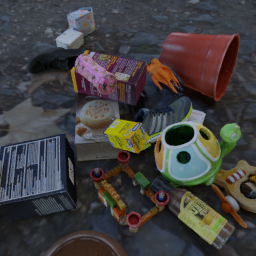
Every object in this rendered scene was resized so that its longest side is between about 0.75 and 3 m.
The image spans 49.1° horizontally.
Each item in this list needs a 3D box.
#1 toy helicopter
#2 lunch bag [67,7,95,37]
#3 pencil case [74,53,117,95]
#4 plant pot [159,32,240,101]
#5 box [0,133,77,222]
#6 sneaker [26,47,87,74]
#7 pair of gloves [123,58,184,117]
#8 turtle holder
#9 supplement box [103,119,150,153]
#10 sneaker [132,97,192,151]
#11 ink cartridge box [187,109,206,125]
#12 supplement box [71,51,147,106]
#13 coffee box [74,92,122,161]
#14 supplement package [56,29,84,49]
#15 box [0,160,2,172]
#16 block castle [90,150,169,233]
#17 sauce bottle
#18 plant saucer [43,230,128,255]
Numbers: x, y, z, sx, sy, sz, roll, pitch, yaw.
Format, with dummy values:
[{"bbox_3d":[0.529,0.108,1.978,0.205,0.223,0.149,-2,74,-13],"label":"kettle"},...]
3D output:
[{"bbox_3d":[3.113,1.768,8.795,2.926,1.154,1.935,20,62,29],"label":"toy helicopter"},{"bbox_3d":[-2.339,-5.457,14.441,1.355,1.149,0.862,-36,57,-23],"label":"lunch bag"},{"bbox_3d":[-1.024,-1.695,8.724,0.743,0.711,1.718,-15,42,-33],"label":"pencil case"},{"bbox_3d":[2.811,-2.716,11.455,2.571,2.644,2.644,21,53,26],"label":"plant pot"},{"bbox_3d":[-2.748,1.482,8.579,2.082,1.294,2.099,-11,51,-1],"label":"box"},{"bbox_3d":[-3.169,-3.015,12.670,1.346,0.775,2.581,33,54,29],"label":"sneaker"},{"bbox_3d":[0.889,-1.455,11.062,2.429,0.300,2.164,-40,59,7],"label":"pair of gloves"},{"bbox_3d":[2.021,0.734,8.581,2.530,1.797,1.923,6,55,30],"label":"turtle holder"},{"bbox_3d":[-0.059,0.217,8.174,1.156,0.629,0.633,10,52,45],"label":"supplement box"},{"bbox_3d":[1.009,-0.304,9.710,2.788,1.128,1.030,-35,35,-7],"label":"sneaker"},{"bbox_3d":[2.156,-0.040,10.350,1.018,0.588,1.395,20,54,17],"label":"ink cartridge box"},{"bbox_3d":[-0.640,-1.823,10.089,2.390,1.024,1.319,14,52,12],"label":"supplement box"},{"bbox_3d":[-1.084,-0.277,10.218,1.574,1.097,2.752,-4,51,-4],"label":"coffee box"},{"bbox_3d":[-2.854,-4.282,13.819,0.846,0.602,1.086,23,53,17],"label":"supplement package"},{"bbox_3d":[-4.669,2.089,7.883,2.435,0.501,1.898,-27,49,22],"label":"box"},{"bbox_3d":[-0.010,1.852,8.514,1.500,1.053,2.245,-31,57,-23],"label":"block castle"},{"bbox_3d":[1.793,2.380,8.228,2.586,0.837,0.837,35,59,24],"label":"sauce bottle"},{"bbox_3d":[-1.179,3.925,7.218,2.690,0.463,2.690,0,51,1],"label":"plant saucer"}]
